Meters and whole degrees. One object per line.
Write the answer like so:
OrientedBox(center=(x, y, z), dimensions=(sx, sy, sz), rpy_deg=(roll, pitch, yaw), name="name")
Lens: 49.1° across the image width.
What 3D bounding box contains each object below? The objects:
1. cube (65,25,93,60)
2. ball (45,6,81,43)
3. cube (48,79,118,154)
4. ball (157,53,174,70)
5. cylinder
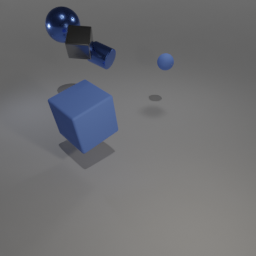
OrientedBox(center=(-1.440, -2.555, 8.384), dimensions=(0.700, 0.700, 0.700), rpy_deg=(4, 68, -1), name="cube")
OrientedBox(center=(-2.636, -4.173, 11.360), dimensions=(1.400, 1.400, 1.400), rpy_deg=(0, 32, 0), name="ball")
OrientedBox(center=(-1.326, -0.376, 8.520), dimensions=(1.400, 1.400, 1.400), rpy_deg=(-35, 49, -26), name="cube")
OrientedBox(center=(1.579, -2.783, 11.803), dimensions=(0.700, 0.700, 0.700), rpy_deg=(0, 32, 0), name="ball")
OrientedBox(center=(-0.865, -2.365, 9.117), dimensions=(0.700, 0.700, 0.700), rpy_deg=(28, 39, 13), name="cylinder")
